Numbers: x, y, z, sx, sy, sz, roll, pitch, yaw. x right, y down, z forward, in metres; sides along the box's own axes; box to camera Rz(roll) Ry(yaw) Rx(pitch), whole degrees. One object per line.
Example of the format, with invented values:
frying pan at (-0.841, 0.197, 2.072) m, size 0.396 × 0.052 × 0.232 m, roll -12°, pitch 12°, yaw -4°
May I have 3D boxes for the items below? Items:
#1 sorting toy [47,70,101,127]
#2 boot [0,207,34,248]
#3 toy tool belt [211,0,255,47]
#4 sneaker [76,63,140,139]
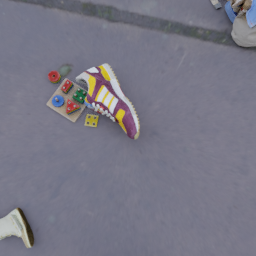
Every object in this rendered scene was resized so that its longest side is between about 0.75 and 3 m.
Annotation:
sorting toy at (-1.427, -0.706, 7.045) m, size 1.808 × 0.306 × 0.872 m, roll 32°, pitch 79°, yaw 7°
boot at (-2.593, 2.382, 6.306) m, size 0.727 × 0.339 × 0.940 m, roll -29°, pitch 73°, yaw -7°
toy tool belt at (3.114, -3.282, 7.099) m, size 1.383 × 1.361 × 2.215 m, roll -24°, pitch 78°, yaw -5°
sneaker at (-0.496, -0.532, 6.755) m, size 0.951 × 0.791 × 2.112 m, roll -24°, pitch 69°, yaw -13°
